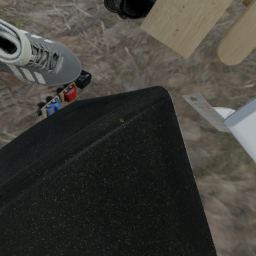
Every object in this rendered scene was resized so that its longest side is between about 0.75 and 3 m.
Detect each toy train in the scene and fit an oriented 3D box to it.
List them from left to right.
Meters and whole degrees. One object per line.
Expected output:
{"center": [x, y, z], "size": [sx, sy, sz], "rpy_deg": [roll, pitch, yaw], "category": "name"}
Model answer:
{"center": [-1.406, -0.793, 6.470], "size": [0.431, 0.321, 1.884], "rpy_deg": [24, 47, 15], "category": "toy train"}

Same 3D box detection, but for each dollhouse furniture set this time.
{"center": [2.000, -2.735, 5.994], "size": [2.704, 2.317, 2.844], "rpy_deg": [28, 29, -16], "category": "dollhouse furniture set"}

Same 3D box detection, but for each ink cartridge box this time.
{"center": [1.762, -0.374, 5.746], "size": [1.218, 0.988, 0.305], "rpy_deg": [43, 87, -10], "category": "ink cartridge box"}

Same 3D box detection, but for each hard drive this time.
{"center": [2.149, 0.109, 3.739], "size": [1.110, 1.683, 0.221], "rpy_deg": [-38, 33, 16], "category": "hard drive"}

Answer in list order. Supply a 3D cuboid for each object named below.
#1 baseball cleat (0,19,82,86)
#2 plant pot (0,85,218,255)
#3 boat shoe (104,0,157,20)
{"center": [-1.860, -1.301, 5.219], "size": [2.810, 0.980, 1.496], "rpy_deg": [9, 13, -44], "category": "baseball cleat"}
{"center": [-0.560, 0.871, 3.033], "size": [1.787, 2.010, 2.015], "rpy_deg": [-28, 16, -33], "category": "plant pot"}
{"center": [0.124, -2.987, 6.482], "size": [0.842, 1.021, 2.976], "rpy_deg": [-58, 35, -6], "category": "boat shoe"}
